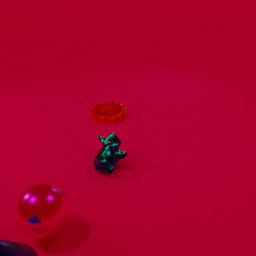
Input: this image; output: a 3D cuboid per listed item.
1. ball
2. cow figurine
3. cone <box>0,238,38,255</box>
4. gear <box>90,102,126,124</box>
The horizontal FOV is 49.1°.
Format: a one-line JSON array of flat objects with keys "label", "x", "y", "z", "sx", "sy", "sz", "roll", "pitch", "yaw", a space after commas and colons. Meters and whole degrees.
[{"label": "ball", "x": -1.434, "y": 1.375, "z": 4.689, "sx": 0.907, "sy": 0.907, "sz": 0.907, "roll": 0, "pitch": 28, "yaw": 0}, {"label": "cow figurine", "x": -0.503, "y": 0.588, "z": 6.694, "sx": 1.056, "sy": 0.589, "sz": 1.073, "roll": -2, "pitch": 43, "yaw": 54}, {"label": "cone", "x": -1.640, "y": 1.550, "z": 3.366, "sx": 0.936, "sy": 0.940, "sz": 0.936, "roll": -2, "pitch": 37, "yaw": 1}, {"label": "gear", "x": -0.639, "y": -0.511, "z": 9.089, "sx": 1.146, "sy": 0.212, "sz": 1.146, "roll": -1, "pitch": 30, "yaw": 1}]
